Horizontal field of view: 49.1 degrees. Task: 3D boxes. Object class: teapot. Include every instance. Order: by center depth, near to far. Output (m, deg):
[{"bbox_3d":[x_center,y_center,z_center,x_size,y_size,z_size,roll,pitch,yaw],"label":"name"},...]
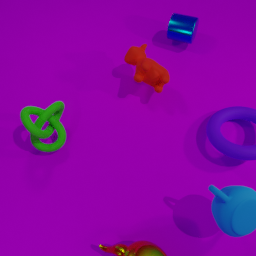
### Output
[{"bbox_3d":[0.251,3.087,5.986,2.038,0.998,1.267,41,38,5],"label":"teapot"},{"bbox_3d":[2.334,1.768,6.087,1.770,0.866,1.100,42,85,-24],"label":"teapot"}]

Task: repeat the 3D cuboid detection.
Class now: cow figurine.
[{"bbox_3d":[0.584,-1.798,8.266,1.477,0.811,1.453,28,34,-11],"label":"cow figurine"}]

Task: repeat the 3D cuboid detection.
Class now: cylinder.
[{"bbox_3d":[1.803,-3.273,9.207,0.838,0.838,0.838,18,64,15],"label":"cylinder"}]

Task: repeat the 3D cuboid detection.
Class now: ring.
[{"bbox_3d":[3.103,0.096,7.627,1.879,0.376,1.879,-4,46,4],"label":"ring"}]

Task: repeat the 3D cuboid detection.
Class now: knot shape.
[{"bbox_3d":[-2.124,0.012,7.341,0.644,1.305,1.394,6,21,35],"label":"knot shape"}]
